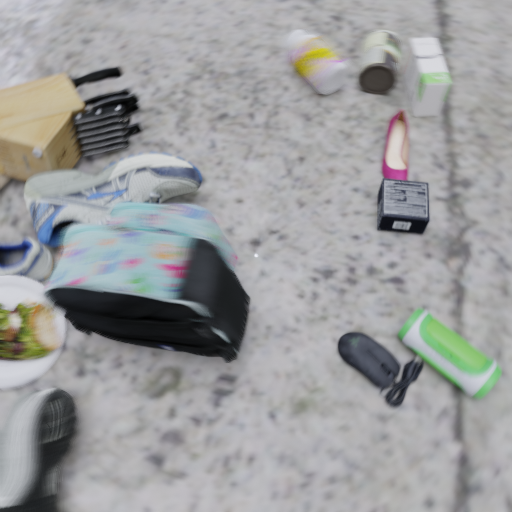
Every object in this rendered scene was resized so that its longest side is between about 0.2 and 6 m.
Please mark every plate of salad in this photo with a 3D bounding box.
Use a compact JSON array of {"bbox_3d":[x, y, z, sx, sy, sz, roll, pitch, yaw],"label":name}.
[{"bbox_3d":[-4.011,1.188,8.912,1.825,0.438,1.825,3,77,-14],"label":"plate of salad"}]

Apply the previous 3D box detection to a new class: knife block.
[{"bbox_3d":[-3.987,-2.788,10.829,3.301,1.056,2.897,15,53,6],"label":"knife block"}]

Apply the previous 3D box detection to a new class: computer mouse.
[{"bbox_3d":[1.925,1.660,8.935,1.366,0.360,0.946,35,68,17],"label":"computer mouse"}]

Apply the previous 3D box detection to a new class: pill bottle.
[{"bbox_3d":[1.223,-4.127,11.811,0.747,0.747,1.433,-30,66,-15],"label":"pill bottle"}]

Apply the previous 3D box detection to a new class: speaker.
[{"bbox_3d":[3.028,1.524,8.839,1.550,0.685,0.685,39,68,19],"label":"speaker"}]

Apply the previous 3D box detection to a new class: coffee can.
[{"bbox_3d":[2.591,-4.068,11.768,0.793,0.793,1.084,11,62,6],"label":"coffee can"}]

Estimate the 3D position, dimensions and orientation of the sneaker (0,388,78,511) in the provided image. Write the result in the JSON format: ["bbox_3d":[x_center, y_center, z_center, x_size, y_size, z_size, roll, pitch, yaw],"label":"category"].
[{"bbox_3d":[-3.337,3.184,7.877,1.050,0.979,2.648,-4,64,41],"label":"sneaker"}]

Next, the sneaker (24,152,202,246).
[{"bbox_3d":[-2.464,-0.851,9.971,3.172,1.222,1.351,-12,71,2],"label":"sneaker"}]

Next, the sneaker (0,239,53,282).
[{"bbox_3d":[-4.565,0.157,9.437,2.063,0.909,0.777,-18,64,-9],"label":"sneaker"}]

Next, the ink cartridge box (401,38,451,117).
[{"bbox_3d":[3.442,-3.653,11.458,0.545,0.944,1.298,-4,62,-2],"label":"ink cartridge box"}]

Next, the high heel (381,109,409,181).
[{"bbox_3d":[2.727,-2.020,10.695,0.522,0.743,1.549,9,62,5],"label":"high heel"}]

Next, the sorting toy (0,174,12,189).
[{"bbox_3d":[-5.733,-1.331,10.404,1.794,0.434,3.187,21,49,6],"label":"sorting toy"}]

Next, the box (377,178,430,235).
[{"bbox_3d":[2.673,-0.898,10.207,0.861,0.531,0.854,7,61,4],"label":"box"}]

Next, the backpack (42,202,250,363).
[{"bbox_3d":[-1.633,0.402,8.423,2.735,2.428,2.059,-2,62,16],"label":"backpack"}]
